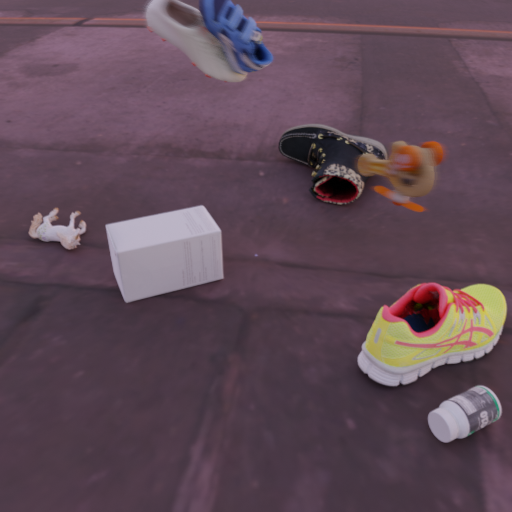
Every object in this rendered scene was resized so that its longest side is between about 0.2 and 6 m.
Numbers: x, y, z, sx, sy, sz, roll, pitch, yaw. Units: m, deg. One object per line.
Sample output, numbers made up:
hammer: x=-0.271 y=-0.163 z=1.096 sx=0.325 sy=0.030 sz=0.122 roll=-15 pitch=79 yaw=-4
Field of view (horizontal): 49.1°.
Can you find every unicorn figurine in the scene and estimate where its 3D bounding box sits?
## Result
unicorn figurine: x=-3.191 y=-0.418 z=9.261 sx=1.215 sy=0.449 sz=0.835 roll=-6 pitch=42 yaw=17

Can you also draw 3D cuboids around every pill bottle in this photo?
pill bottle: x=2.246 y=1.716 z=6.059 sx=0.719 sy=0.406 sz=0.406 roll=-17 pitch=38 yaw=-22

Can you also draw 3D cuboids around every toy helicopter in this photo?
toy helicopter: x=1.640 y=-0.969 z=6.675 sx=0.476 sy=0.798 sz=1.207 roll=-14 pitch=21 yaw=-26

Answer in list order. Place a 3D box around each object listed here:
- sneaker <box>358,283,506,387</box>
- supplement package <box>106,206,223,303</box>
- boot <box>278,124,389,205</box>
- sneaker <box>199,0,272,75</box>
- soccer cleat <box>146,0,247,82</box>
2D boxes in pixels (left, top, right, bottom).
sneaker: x=2.323 y=0.747 z=6.915 sx=2.338 sy=1.056 sz=0.914 roll=-20 pitch=37 yaw=-29
supplement package: x=-1.338 y=-0.054 z=8.250 sx=1.503 sy=0.879 sz=0.882 roll=-13 pitch=36 yaw=-19
boot: x=1.258 y=-1.818 z=10.910 sx=2.304 sy=0.832 sz=1.740 roll=15 pitch=39 yaw=21
sneaker: x=-0.354 y=-4.342 z=10.747 sx=0.815 sy=1.981 sz=0.732 roll=11 pitch=69 yaw=36
soccer cleat: x=-1.089 y=-4.310 z=11.237 sx=2.368 sy=0.918 sz=0.820 roll=28 pitch=66 yaw=-26
